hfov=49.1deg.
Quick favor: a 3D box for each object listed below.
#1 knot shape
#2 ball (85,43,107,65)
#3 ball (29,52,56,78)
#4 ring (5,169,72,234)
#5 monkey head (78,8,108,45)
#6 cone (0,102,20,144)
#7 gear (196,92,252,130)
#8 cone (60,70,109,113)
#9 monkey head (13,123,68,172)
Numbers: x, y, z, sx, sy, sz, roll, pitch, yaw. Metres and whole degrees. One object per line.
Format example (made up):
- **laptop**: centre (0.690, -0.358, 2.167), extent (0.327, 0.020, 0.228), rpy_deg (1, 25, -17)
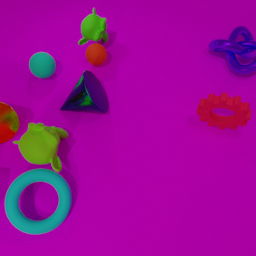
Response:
- **knot shape**: centre (3.776, -2.704, 9.375), extent (1.874, 0.866, 1.754), rpy_deg (32, 54, 20)
- **ball**: centre (-1.062, -2.458, 9.363), extent (0.714, 0.714, 0.714), rpy_deg (0, 63, 0)
- **ball**: centre (-2.795, -2.050, 9.153), extent (0.829, 0.829, 0.829), rpy_deg (0, 63, 0)
- **ring**: centre (-2.276, 1.870, 7.189), extent (1.637, 0.327, 1.637), rpy_deg (3, 80, -16)
- **monkey head**: centre (-1.123, -3.319, 9.539), extent (0.837, 0.999, 1.389), rpy_deg (20, 83, 15)
- **cone**: centre (-4.108, -0.511, 8.458), extent (1.485, 1.485, 1.491), rpy_deg (-21, 39, -10)
- **gear**: centre (2.716, -0.450, 7.986), extent (1.452, 1.452, 0.269), rpy_deg (16, 63, 8)
- **cone**: centre (-1.549, -0.841, 8.646), extent (1.408, 1.403, 1.403), rpy_deg (-23, 63, 18)
- **monkey head**: centre (-2.335, 0.462, 7.886), extent (1.807, 1.300, 1.089), rpy_deg (27, 100, 24)
